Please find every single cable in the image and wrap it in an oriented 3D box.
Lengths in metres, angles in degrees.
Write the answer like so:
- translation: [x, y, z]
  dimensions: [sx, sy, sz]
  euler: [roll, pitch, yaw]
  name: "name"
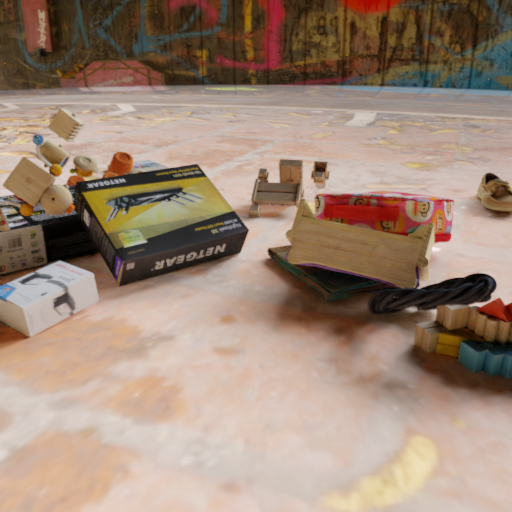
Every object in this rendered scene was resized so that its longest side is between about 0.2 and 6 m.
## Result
- translation: [2.534, 0.547, 8.157]
  dimensions: [1.534, 0.478, 1.881]
  euler: [-1, -9, -29]
  name: "cable"

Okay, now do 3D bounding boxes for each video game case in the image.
- translation: [-3.794, -2.818, 18.026]
  dimensions: [1.561, 0.185, 1.421]
  euler: [-14, 26, -33]
  name: "video game case"

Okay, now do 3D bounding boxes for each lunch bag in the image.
- translation: [2.447, -0.796, 11.085]
  dimensions: [2.538, 1.040, 2.235]
  euler: [8, 7, 36]
  name: "lunch bag"

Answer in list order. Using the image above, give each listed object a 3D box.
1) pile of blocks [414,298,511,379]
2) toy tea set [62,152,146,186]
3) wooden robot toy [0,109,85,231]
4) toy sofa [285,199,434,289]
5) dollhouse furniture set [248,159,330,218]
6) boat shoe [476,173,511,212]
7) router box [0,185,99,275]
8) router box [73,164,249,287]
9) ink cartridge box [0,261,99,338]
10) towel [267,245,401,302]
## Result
- translation: [3.532, 1.071, 7.311]
  dimensions: [2.782, 0.864, 1.142]
  euler: [6, 22, 16]
  name: "pile of blocks"
- translation: [-4.294, -2.081, 15.658]
  dimensions: [2.582, 0.956, 1.535]
  euler: [-13, 54, -36]
  name: "toy tea set"
- translation: [-3.699, -1.241, 10.021]
  dimensions: [1.189, 2.620, 1.154]
  euler: [35, -7, -8]
  name: "wooden robot toy"
- translation: [1.776, -0.094, 9.674]
  dimensions: [2.430, 1.186, 1.006]
  euler: [12, -12, 20]
  name: "toy sofa"
- translation: [0.888, -1.409, 14.305]
  dimensions: [1.824, 1.044, 2.139]
  euler: [4, 46, 9]
  name: "dollhouse furniture set"
- translation: [6.171, -1.650, 14.403]
  dimensions: [0.753, 0.676, 2.035]
  euler: [1, 22, 2]
  name: "boat shoe"
- translation: [-4.265, -0.698, 11.716]
  dimensions: [3.443, 0.879, 2.568]
  euler: [-15, 26, -33]
  name: "router box"
- translation: [-1.822, -0.704, 10.787]
  dimensions: [2.692, 0.703, 2.117]
  euler: [-16, 55, -35]
  name: "router box"
- translation: [-3.278, 0.631, 8.738]
  dimensions: [0.929, 0.536, 1.280]
  euler: [16, 31, 35]
  name: "ink cartridge box"
- translation: [1.463, 0.189, 10.375]
  dimensions: [1.764, 0.261, 2.405]
  euler: [-8, 21, -23]
  name: "towel"
